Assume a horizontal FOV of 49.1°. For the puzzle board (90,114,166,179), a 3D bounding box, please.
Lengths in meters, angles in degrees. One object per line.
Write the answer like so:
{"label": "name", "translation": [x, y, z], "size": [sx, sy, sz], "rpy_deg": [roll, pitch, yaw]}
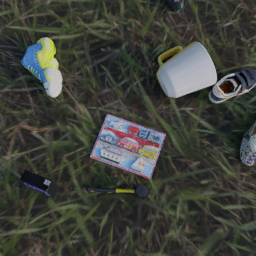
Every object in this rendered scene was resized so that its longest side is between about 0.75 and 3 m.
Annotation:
{"label": "puzzle board", "translation": [0.010, 0.627, 10.095], "size": [2.299, 0.200, 1.732], "rpy_deg": [19, 75, 6]}

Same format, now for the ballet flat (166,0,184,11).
{"label": "ballet flat", "translation": [1.649, -5.652, 11.622], "size": [0.674, 0.674, 1.845], "rpy_deg": [-39, 78, -10]}

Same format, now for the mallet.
{"label": "mallet", "translation": [-0.326, 2.099, 9.424], "size": [2.126, 0.700, 0.438], "rpy_deg": [2, 74, 1]}

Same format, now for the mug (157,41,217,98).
{"label": "mug", "translation": [1.982, -2.015, 10.345], "size": [1.728, 2.105, 1.686], "rpy_deg": [-28, 109, 1]}

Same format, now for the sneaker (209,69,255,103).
{"label": "sneaker", "translation": [4.072, -1.659, 10.409], "size": [2.144, 0.851, 0.841], "rpy_deg": [-31, 75, -10]}

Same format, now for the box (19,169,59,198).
{"label": "box", "translation": [-2.920, 1.846, 9.277], "size": [1.076, 0.759, 0.424], "rpy_deg": [18, 67, 16]}

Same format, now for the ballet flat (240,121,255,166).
{"label": "ballet flat", "translation": [4.716, 0.170, 9.886], "size": [0.887, 0.887, 2.466], "rpy_deg": [30, 77, 8]}

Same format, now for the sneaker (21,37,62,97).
{"label": "sneaker", "translation": [-3.294, -2.179, 10.628], "size": [1.290, 0.930, 2.456], "rpy_deg": [-14, 70, 11]}
